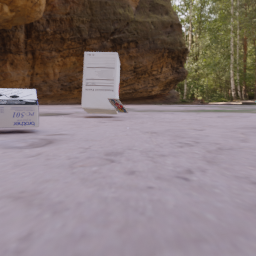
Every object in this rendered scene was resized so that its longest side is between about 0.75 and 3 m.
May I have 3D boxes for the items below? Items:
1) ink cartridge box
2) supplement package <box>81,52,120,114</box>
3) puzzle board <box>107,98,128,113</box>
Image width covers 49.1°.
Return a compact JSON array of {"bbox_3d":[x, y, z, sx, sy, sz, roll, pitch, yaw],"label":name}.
[{"bbox_3d":[-3.378,-0.459,6.215,2.627,0.581,1.235,-2,24,-20],"label":"ink cartridge box"},{"bbox_3d":[-1.147,-1.916,12.377,1.468,2.451,1.486,2,-5,3],"label":"supplement package"},{"bbox_3d":[-0.381,-0.814,10.285,0.569,0.066,0.755,7,-35,43],"label":"puzzle board"}]
